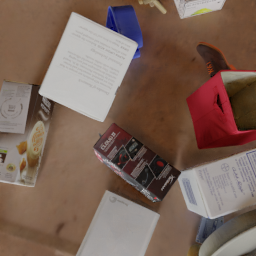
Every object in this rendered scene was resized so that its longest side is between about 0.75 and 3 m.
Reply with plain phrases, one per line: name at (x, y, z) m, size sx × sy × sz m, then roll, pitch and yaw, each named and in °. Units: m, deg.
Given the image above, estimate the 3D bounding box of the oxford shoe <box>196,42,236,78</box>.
oxford shoe at (2.744, -2.007, 8.868) m, size 1.719 × 0.612 × 0.624 m, roll 45°, pitch 74°, yaw 4°

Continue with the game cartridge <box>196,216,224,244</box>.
game cartridge at (2.333, 2.824, 7.889) m, size 0.633 × 0.194 × 0.951 m, roll 17°, pitch 76°, yaw 8°

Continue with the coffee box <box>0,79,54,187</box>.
coffee box at (-3.054, 0.208, 7.898) m, size 1.066 × 1.529 × 2.674 m, roll 9°, pitch 75°, yaw 3°

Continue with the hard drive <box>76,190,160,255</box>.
hard drive at (-0.375, 3.222, 7.691) m, size 1.677 × 0.339 × 2.542 m, roll 23°, pitch 76°, yaw 6°

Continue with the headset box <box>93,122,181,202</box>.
headset box at (0.101, 0.933, 7.581) m, size 2.359 × 1.753 × 0.885 m, roll 36°, pitch 77°, yaw 10°

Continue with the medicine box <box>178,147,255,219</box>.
medicine box at (2.689, 1.312, 7.244) m, size 2.342 × 2.134 × 1.206 m, roll -16°, pitch 79°, yaw -3°

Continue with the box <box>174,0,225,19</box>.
box at (2.206, -5.317, 9.785) m, size 1.571 × 0.810 × 2.693 m, roll -16°, pitch 75°, yaw -4°

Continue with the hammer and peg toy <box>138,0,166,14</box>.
hammer and peg toy at (0.522, -4.913, 9.266) m, size 0.894 × 1.865 × 2.536 m, roll -10°, pitch 75°, yaw 21°

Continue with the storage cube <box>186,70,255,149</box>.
storage cube at (2.842, -0.454, 7.654) m, size 1.912 × 1.719 × 1.634 m, roll -4°, pitch 73°, yaw -21°

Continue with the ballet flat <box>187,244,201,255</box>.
ballet flat at (1.934, 4.198, 7.244) m, size 0.740 × 0.680 × 2.156 m, roll -2°, pitch 74°, yaw 1°

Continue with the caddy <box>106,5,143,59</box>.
caddy at (-0.220, -2.992, 8.905) m, size 0.973 × 1.310 × 1.853 m, roll -13°, pitch 74°, yaw -8°

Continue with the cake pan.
cake pan at (2.866, 2.845, 6.770) m, size 2.651 × 2.651 × 0.486 m, roll -20°, pitch 41°, yaw -5°

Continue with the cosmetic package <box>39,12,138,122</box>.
cosmetic package at (-0.999, -1.507, 7.401) m, size 1.728 × 1.726 × 2.094 m, roll 24°, pitch 96°, yaw -6°
